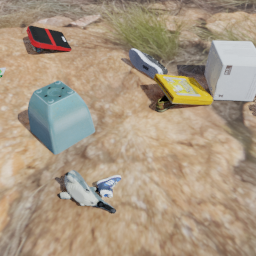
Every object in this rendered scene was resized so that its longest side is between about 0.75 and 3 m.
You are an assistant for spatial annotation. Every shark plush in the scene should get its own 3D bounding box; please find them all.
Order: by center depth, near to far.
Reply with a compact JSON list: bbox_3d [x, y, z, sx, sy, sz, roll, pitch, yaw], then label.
[{"bbox_3d":[-1.080,1.730,7.857,1.845,0.838,0.768,17,15,24],"label":"shark plush"}]

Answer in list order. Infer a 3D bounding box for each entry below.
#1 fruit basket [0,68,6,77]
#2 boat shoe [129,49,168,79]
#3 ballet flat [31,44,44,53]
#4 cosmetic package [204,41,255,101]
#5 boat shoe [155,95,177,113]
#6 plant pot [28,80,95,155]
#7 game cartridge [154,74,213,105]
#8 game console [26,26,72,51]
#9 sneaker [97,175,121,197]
[{"bbox_3d":[-5.960,-2.492,12.607,0.819,0.414,0.884,-10,28,-11],"label":"fruit basket"},{"bbox_3d":[0.943,-2.997,12.817,0.745,0.787,2.250,-23,49,-31],"label":"boat shoe"},{"bbox_3d":[-4.730,-4.291,14.430,0.516,0.516,1.435,-16,44,-16],"label":"ballet flat"},{"bbox_3d":[4.248,-2.348,11.415,1.674,1.673,2.029,2,44,0],"label":"cosmetic package"},{"bbox_3d":[1.644,-1.121,10.971,0.517,0.489,1.438,30,51,28],"label":"boat shoe"},{"bbox_3d":[-2.339,-0.533,9.425,1.709,1.745,1.713,-33,52,-30],"label":"plant pot"},{"bbox_3d":[2.218,-1.549,11.139,1.973,0.320,1.739,-2,42,-26],"label":"game cartridge"},{"bbox_3d":[-4.125,-4.623,14.535,1.955,0.343,2.211,2,39,-32],"label":"game console"},{"bbox_3d":[-0.476,1.730,8.087,0.783,0.315,0.573,-12,57,-24],"label":"sneaker"}]
